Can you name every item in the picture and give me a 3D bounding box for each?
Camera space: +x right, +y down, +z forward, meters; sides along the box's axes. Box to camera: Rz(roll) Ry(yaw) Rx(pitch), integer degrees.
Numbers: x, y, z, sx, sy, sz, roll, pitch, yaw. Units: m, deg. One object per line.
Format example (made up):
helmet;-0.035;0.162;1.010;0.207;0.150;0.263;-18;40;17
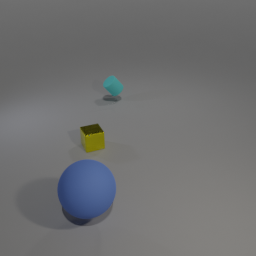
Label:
cylinder;-0.693;-1.974;13.146;0.700;0.700;0.700;-26;42;26
ball;-0.986;1.462;6.770;1.400;1.400;1.400;0;30;0
cube;-1.268;0.348;9.972;0.700;0.700;0.700;-12;32;-20
